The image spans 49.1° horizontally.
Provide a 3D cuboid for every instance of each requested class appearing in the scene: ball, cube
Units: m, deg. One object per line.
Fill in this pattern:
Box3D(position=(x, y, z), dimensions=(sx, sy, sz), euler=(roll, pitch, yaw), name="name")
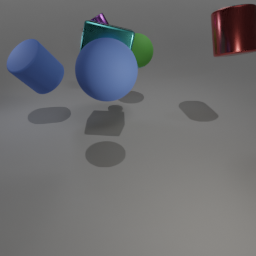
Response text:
Box3D(position=(-0.482, -1.300, 6.311), dimensions=(1.400, 1.400, 1.400), euler=(0, 30, 0), name="ball")
Box3D(position=(-0.650, -2.346, 8.391), dimensions=(1.400, 1.400, 1.400), euler=(11, 20, -6), name="cube")
Box3D(position=(0.341, -3.153, 11.484), dimensions=(1.400, 1.400, 1.400), euler=(0, 30, 0), name="ball")

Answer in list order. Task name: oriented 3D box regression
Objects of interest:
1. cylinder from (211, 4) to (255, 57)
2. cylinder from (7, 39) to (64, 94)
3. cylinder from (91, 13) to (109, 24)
Box3D(position=(3.450, -3.098, 9.076), dimensions=(1.400, 1.400, 1.400), euler=(-7, 10, 1), name="cylinder")
Box3D(position=(-3.216, -2.127, 9.840), dimensions=(1.400, 1.400, 1.400), euler=(-12, 60, 22), name="cylinder")
Box3D(position=(-1.181, -4.294, 11.650), dimensions=(0.700, 0.700, 0.700), euler=(-27, 24, 13), name="cylinder")
